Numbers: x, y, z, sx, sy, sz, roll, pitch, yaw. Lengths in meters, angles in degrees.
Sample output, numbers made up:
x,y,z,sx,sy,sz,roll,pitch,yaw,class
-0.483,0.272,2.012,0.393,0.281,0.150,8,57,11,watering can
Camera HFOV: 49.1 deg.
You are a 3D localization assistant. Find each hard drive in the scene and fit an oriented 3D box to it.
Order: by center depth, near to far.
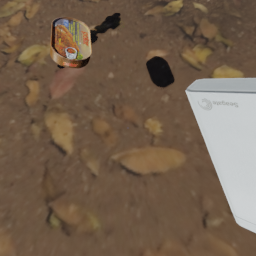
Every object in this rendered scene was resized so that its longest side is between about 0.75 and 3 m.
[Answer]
x,y,z,sx,sy,sz,roll,pitch,yaw,class
2.115,0.670,4.037,0.397,2.973,1.961,-39,27,-24,hard drive

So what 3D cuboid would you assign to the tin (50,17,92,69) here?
x,y,z,sx,sy,sz,roll,pitch,yaw,class
-1.111,-1.677,5.461,0.772,0.289,1.379,3,50,-15,tin
